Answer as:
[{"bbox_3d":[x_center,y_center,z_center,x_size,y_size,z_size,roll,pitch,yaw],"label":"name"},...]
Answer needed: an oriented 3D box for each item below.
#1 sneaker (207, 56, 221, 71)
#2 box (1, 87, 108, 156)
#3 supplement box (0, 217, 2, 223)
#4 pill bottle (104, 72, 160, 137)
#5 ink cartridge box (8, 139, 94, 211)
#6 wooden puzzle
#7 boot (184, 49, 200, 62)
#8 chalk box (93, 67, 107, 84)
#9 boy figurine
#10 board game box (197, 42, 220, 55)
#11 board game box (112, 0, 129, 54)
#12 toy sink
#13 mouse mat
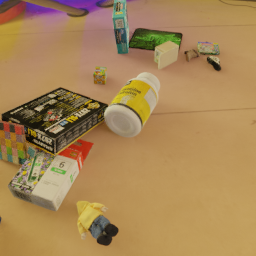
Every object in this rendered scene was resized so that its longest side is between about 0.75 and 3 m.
[{"bbox_3d":[4.158,-3.067,13.110,0.473,0.396,1.069,-15,49,-11],"label":"sneaker"},{"bbox_3d":[-2.449,-0.398,9.822,2.336,0.722,2.926,22,35,21],"label":"box"},{"bbox_3d":[-4.597,2.848,6.776,2.089,1.404,2.091,-1,46,-1],"label":"supplement box"},{"bbox_3d":[0.278,-0.959,10.397,1.423,1.423,2.540,18,49,17],"label":"pill bottle"},{"bbox_3d":[-2.306,1.108,8.923,1.505,0.695,2.762,14,48,13],"label":"ink cartridge box"},{"bbox_3d":[-3.796,0.466,8.988,2.239,1.328,0.157,10,19,28],"label":"wooden puzzle"},{"bbox_3d":[3.153,-3.526,13.605,0.706,0.339,0.965,1,48,-3],"label":"boot"},{"bbox_3d":[-1.208,-2.378,12.379,0.512,0.508,0.820,3,47,2],"label":"chalk box"},{"bbox_3d":[-0.948,2.448,7.408,1.613,0.520,1.003,20,73,54],"label":"boy figurine"},{"bbox_3d":[4.012,-3.972,13.979,1.040,0.151,0.700,3,62,-3],"label":"board game box"},{"bbox_3d":[-0.338,-5.225,14.118,0.584,1.877,2.487,-3,46,4],"label":"board game box"},{"bbox_3d":[1.688,-3.439,13.183,1.248,0.814,0.699,-33,55,-26],"label":"toy sink"},{"bbox_3d":[1.484,-4.682,14.871,2.655,0.100,2.136,10,47,9],"label":"mouse mat"}]
